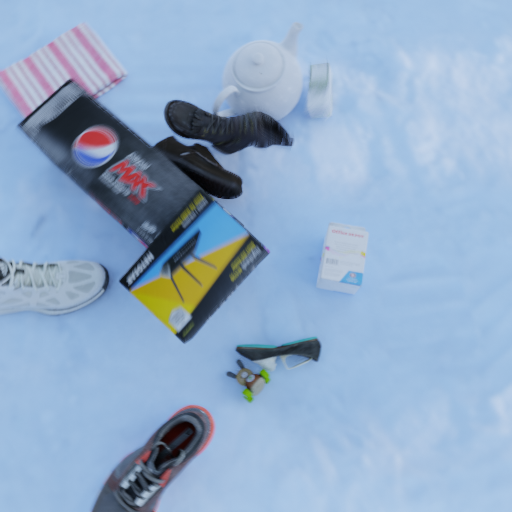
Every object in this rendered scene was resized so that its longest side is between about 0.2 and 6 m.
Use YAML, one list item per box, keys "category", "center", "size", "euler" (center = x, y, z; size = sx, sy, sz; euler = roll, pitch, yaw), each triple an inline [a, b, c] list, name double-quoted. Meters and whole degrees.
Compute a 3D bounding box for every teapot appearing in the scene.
- category: "teapot"
  center: [0.059, -3.799, 11.866]
  size: [1.872, 1.385, 1.896]
  euler: [1, 80, 8]

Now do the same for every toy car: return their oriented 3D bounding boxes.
- category: "toy car"
  center: [-0.194, 2.294, 10.579]
  size: [0.727, 0.573, 0.597]
  euler: [36, 70, 22]

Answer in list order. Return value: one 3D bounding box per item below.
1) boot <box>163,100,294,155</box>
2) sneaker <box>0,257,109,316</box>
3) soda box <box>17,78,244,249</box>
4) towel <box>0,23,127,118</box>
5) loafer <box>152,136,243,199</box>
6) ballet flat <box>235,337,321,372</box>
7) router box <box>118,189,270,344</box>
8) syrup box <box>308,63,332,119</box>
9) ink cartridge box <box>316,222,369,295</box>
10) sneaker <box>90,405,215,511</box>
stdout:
- category: "boot"
  center: [-0.522, -2.608, 11.004]
  size: [2.141, 1.864, 0.741]
  euler: [17, 82, -39]
- category: "sneaker"
  center: [-4.289, 0.504, 10.533]
  size: [2.783, 1.601, 1.050]
  euler: [-8, 73, -3]
- category: "soda box"
  center: [-2.345, -1.311, 11.048]
  size: [4.657, 1.648, 1.475]
  euler: [41, 81, 10]
- category: "towel"
  center: [-4.368, -4.050, 12.584]
  size: [2.473, 0.370, 1.810]
  euler: [-37, 77, -11]
- category: "loafer"
  center: [-1.171, -1.941, 11.566]
  size: [2.281, 0.833, 0.814]
  euler: [28, 74, 17]
- category: "ballet flat"
  center: [0.440, 1.899, 10.676]
  size: [1.661, 0.565, 0.568]
  euler: [-6, 82, -1]
- category: "router box"
  center: [-1.030, 0.171, 9.457]
  size: [1.571, 0.538, 2.106]
  euler: [42, 96, 4]
- category: "syrup box"
  center: [1.415, -3.635, 12.344]
  size: [0.444, 0.459, 1.127]
  euler: [-2, 72, 17]
- category: "ink cartridge box"
  center: [1.716, 0.020, 11.107]
  size: [0.812, 0.791, 1.263]
  euler: [11, 73, 3]
- category: "sneaker"
  center: [-1.934, 3.774, 9.738]
  size: [1.131, 1.202, 2.935]
  euler: [36, 76, 10]
